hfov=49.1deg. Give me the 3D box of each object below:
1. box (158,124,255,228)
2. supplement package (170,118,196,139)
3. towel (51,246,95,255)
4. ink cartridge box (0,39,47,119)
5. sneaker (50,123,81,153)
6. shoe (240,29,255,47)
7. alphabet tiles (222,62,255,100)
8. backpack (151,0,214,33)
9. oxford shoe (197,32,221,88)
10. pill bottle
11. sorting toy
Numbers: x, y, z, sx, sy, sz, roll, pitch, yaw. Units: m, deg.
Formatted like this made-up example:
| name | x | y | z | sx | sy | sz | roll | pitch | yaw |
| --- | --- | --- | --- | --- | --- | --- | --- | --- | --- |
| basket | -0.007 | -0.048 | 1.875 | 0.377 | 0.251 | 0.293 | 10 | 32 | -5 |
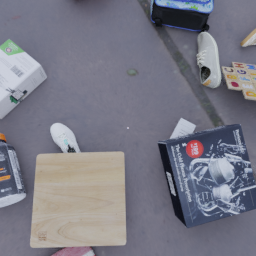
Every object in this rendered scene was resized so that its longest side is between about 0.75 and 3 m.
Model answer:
| name | x | y | z | sx | sy | sz | roll | pitch | yaw |
| --- | --- | --- | --- | --- | --- | --- | --- | --- | --- |
| box | 2.403 | 1.365 | 8.586 | 2.318 | 1.325 | 2.545 | -14 | 90 | -6 |
| supplement package | 1.803 | 0.314 | 9.680 | 0.588 | 0.610 | 1.073 | 29 | 74 | 8 |
| towel | -1.499 | 4.889 | 8.311 | 1.891 | 0.299 | 2.625 | -28 | 75 | -11 |
| ink cartridge box | -4.474 | -1.769 | 10.181 | 1.730 | 0.999 | 2.368 | 40 | 76 | 12 |
| sneaker | -2.061 | 0.511 | 9.502 | 0.702 | 0.825 | 1.865 | -34 | 75 | -10 |
| shoe | 5.353 | -3.728 | 10.970 | 2.157 | 0.754 | 0.576 | -33 | 81 | -10 |
| alphabet tiles | 4.828 | -1.637 | 9.948 | 2.814 | 0.089 | 2.342 | 7 | 43 | 0 |
| backpack | 2.202 | -5.461 | 10.951 | 2.435 | 1.956 | 2.661 | 7 | 67 | -1 |
| oxford shoe | 2.927 | -2.601 | 10.531 | 0.661 | 0.861 | 2.290 | -1 | 75 | -20 |
| pill bottle | -4.152 | 1.315 | 9.035 | 1.200 | 1.200 | 2.260 | -21 | 72 | -7 |
| sorting toy | -1.453 | 2.215 | 8.829 | 2.751 | 0.957 | 2.735 | -2 | 72 | 0 |
